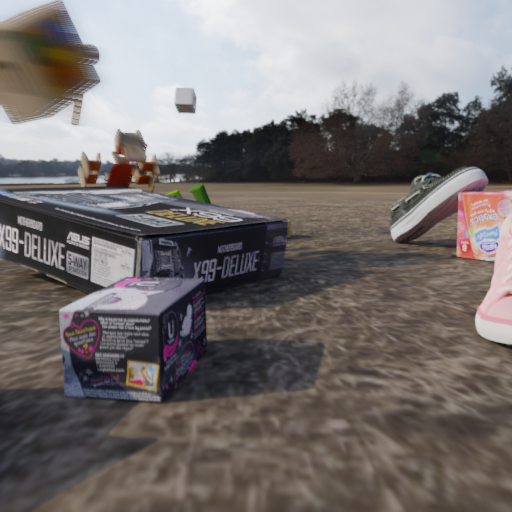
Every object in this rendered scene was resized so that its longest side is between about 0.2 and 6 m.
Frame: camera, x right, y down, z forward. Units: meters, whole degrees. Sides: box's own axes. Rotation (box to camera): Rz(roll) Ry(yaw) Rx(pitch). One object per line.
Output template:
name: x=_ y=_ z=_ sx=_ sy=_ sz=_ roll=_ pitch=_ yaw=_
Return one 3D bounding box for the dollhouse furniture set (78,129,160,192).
dollhouse furniture set: x=-2.531 y=-1.666 z=10.673 sx=1.432 sy=0.738 sz=1.417 roll=-3 pitch=-31 yaw=-29

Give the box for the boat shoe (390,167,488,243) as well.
boat shoe: x=3.680 y=-1.261 z=12.089 sx=1.076 sy=1.058 sz=2.984 roll=-8 pitch=-18 yaw=-24

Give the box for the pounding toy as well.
pounding toy: x=-3.120 y=-3.043 z=9.148 sx=1.015 sy=1.950 sz=2.219 roll=-2 pitch=37 yaw=29

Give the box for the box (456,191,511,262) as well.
box: x=5.245 y=-0.630 z=11.043 sx=2.549 sy=1.308 sz=1.207 roll=-7 pitch=10 yaw=-33

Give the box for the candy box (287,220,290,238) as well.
candy box: x=-0.033 y=-0.646 z=13.952 sx=0.973 sy=0.471 sz=1.667 roll=7 pitch=10 yaw=43

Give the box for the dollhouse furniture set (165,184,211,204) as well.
dollhouse furniture set: x=-2.808 y=-0.951 z=16.017 sx=3.232 sy=1.248 sz=1.615 roll=-19 pitch=14 yaw=6

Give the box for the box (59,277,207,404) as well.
box: x=-0.941 y=0.611 z=4.569 sx=0.812 sy=0.705 sz=1.229 roll=2 pitch=9 yaw=10

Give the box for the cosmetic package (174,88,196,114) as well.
cosmetic package: x=-1.711 y=-3.760 z=13.579 sx=0.444 sy=0.442 sz=0.531 roll=3 pitch=-11 yaw=4

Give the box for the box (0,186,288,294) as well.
box: x=-1.982 y=-0.347 z=8.742 sx=3.957 sy=0.985 sz=3.121 roll=15 pitch=15 yaw=35

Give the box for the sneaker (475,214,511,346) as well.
sneaker: x=2.924 y=0.132 z=5.927 sx=0.933 sy=1.296 sz=2.480 roll=7 pitch=12 yaw=28
